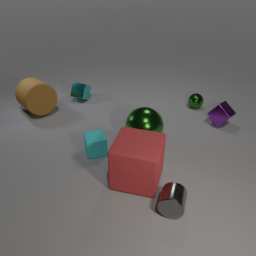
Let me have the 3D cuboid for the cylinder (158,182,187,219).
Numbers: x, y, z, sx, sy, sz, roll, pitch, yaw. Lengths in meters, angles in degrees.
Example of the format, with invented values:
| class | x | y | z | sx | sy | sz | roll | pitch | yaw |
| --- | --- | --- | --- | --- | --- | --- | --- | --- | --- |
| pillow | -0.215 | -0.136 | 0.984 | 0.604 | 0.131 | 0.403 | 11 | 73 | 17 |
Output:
| class | x | y | z | sx | sy | sz | roll | pitch | yaw |
| --- | --- | --- | --- | --- | --- | --- | --- | --- | --- |
| cylinder | 1.198 | 1.933 | 7.501 | 0.700 | 0.700 | 0.700 | 9 | 32 | 14 |

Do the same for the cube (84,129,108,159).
| class | x | y | z | sx | sy | sz | roll | pitch | yaw |
| --- | --- | --- | --- | --- | --- | --- | --- | --- | --- |
| cube | -1.132 | 0.561 | 9.793 | 0.700 | 0.700 | 0.700 | -9 | 33 | -13 |

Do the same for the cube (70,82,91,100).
| class | x | y | z | sx | sy | sz | roll | pitch | yaw |
| --- | --- | --- | --- | --- | --- | --- | --- | --- | --- |
| cube | -2.272 | -1.778 | 13.517 | 0.700 | 0.700 | 0.700 | 12 | 4 | 14 |

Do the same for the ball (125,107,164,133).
| class | x | y | z | sx | sy | sz | roll | pitch | yaw |
| --- | --- | --- | --- | --- | --- | --- | --- | --- | --- |
| ball | 0.594 | -0.073 | 10.210 | 1.400 | 1.400 | 1.400 | 0 | 31 | 0 |

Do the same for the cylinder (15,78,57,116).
| class | x | y | z | sx | sy | sz | roll | pitch | yaw |
| --- | --- | --- | --- | --- | --- | --- | --- | --- | --- |
| cylinder | -4.042 | -1.398 | 12.325 | 1.400 | 1.400 | 1.400 | -22 | 32 | -32 |

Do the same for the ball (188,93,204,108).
| class | x | y | z | sx | sy | sz | roll | pitch | yaw |
| --- | --- | --- | --- | --- | --- | --- | --- | --- | --- |
| ball | 3.120 | -1.250 | 12.888 | 0.700 | 0.700 | 0.700 | 0 | 31 | 0 |

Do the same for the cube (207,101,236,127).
| class | x | y | z | sx | sy | sz | roll | pitch | yaw |
| --- | --- | --- | --- | --- | --- | --- | --- | --- | --- |
| cube | 3.819 | -0.581 | 11.435 | 0.700 | 0.700 | 0.700 | -23 | 73 | -46 |

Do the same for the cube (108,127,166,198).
| class | x | y | z | sx | sy | sz | roll | pitch | yaw |
| --- | --- | --- | --- | --- | --- | --- | --- | --- | --- |
| cube | 0.286 | 0.982 | 8.340 | 1.400 | 1.400 | 1.400 | 9 | 34 | 13 |
